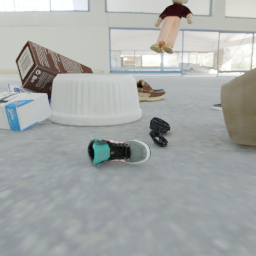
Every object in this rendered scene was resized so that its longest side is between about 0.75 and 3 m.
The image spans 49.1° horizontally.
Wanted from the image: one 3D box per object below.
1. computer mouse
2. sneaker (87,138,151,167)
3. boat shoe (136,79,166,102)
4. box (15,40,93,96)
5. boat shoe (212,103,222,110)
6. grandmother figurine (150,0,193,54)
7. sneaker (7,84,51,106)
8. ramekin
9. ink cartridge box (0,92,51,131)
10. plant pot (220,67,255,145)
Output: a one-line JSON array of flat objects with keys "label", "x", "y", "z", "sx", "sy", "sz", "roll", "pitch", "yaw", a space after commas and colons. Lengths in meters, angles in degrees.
[{"label": "computer mouse", "x": 0.653, "y": 0.119, "z": 6.004, "sx": 0.476, "sy": 0.276, "sz": 1.624, "roll": 24, "pitch": 18, "yaw": 0}, {"label": "sneaker", "x": -0.234, "y": 0.359, "z": 4.261, "sx": 1.050, "sy": 0.439, "sz": 0.634, "roll": 0, "pitch": 5, "yaw": 39}, {"label": "boat shoe", "x": 0.665, "y": -1.700, "z": 12.542, "sx": 2.660, "sy": 0.957, "sz": 0.960, "roll": -8, "pitch": 15, "yaw": -33}, {"label": "box", "x": -2.319, "y": -1.769, "z": 9.626, "sx": 2.696, "sy": 1.010, "sz": 1.350, "roll": 14, "pitch": 40, "yaw": -46}, {"label": "boat shoe", "x": 3.539, "y": -0.852, "z": 10.027, "sx": 1.133, "sy": 0.375, "sz": 0.396, "roll": -2, "pitch": 12, "yaw": -7}, {"label": "grandmother figurine", "x": 1.545, "y": -3.704, "z": 9.494, "sx": 1.414, "sy": 2.332, "sz": 0.706, "roll": 14, "pitch": -7, "yaw": 25}, {"label": "sneaker", "x": -3.158, "y": -1.017, "z": 9.331, "sx": 1.428, "sy": 0.999, "sz": 2.473, "roll": -6, "pitch": 12, "yaw": -15}, {"label": "ramekin", "x": -0.956, "y": -0.946, "z": 8.277, "sx": 2.772, "sy": 1.291, "sz": 2.772, "roll": 0, "pitch": 12, "yaw": 0}, {"label": "ink cartridge box", "x": -2.992, "y": -0.472, "z": 7.230, "sx": 1.557, "sy": 0.656, "sz": 1.126, "roll": 5, "pitch": 24, "yaw": 24}, {"label": "plant pot", "x": 2.728, "y": -0.420, "z": 5.148, "sx": 1.750, "sy": 2.017, "sz": 2.017, "roll": -13, "pitch": 5, "yaw": 27}]
